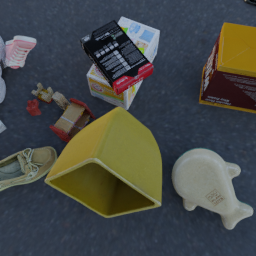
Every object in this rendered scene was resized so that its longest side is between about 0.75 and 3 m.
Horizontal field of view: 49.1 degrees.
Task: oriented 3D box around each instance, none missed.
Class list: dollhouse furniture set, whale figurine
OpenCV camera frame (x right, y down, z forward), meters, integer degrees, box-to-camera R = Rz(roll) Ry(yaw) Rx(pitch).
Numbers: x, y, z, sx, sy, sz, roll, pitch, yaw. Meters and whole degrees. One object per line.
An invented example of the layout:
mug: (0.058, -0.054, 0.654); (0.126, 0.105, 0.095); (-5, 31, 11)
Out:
dollhouse furniture set: (-2.480, -0.488, 9.787); (2.383, 0.969, 1.283); (24, 70, 27)
whale figurine: (2.551, 1.775, 8.598); (2.611, 1.355, 2.077); (45, 106, 3)

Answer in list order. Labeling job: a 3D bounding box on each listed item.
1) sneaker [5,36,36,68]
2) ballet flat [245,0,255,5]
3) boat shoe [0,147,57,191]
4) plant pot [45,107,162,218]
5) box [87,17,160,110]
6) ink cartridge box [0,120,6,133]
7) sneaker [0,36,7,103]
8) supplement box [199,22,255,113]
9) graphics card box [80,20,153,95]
sneaker: (-3.846, -2.660, 10.008); (0.735, 1.954, 1.021); (0, 94, -41)
ballet flat: (5.359, -5.402, 11.931); (0.820, 0.233, 0.272); (24, 71, 9)
boat shoe: (-3.644, 1.308, 8.972); (2.763, 0.869, 1.008); (-19, 70, -7)
plant pot: (-0.441, 0.841, 8.116); (2.371, 2.356, 2.426); (39, 46, -25)
box: (-0.132, -2.307, 10.088); (1.558, 1.404, 2.771); (23, 70, 9)
ink cartridge box: (-4.952, -0.192, 9.776); (0.814, 0.463, 1.117); (-39, 74, -14)
sneaker: (-5.399, -2.191, 10.210); (1.653, 1.096, 2.906); (-6, 69, -2)
supplement box: (3.930, -1.845, 9.338); (2.431, 2.464, 1.636); (11, 69, 4)
graphics card box: (-0.384, -2.293, 9.009); (1.398, 0.567, 2.228); (-34, 74, -11)
